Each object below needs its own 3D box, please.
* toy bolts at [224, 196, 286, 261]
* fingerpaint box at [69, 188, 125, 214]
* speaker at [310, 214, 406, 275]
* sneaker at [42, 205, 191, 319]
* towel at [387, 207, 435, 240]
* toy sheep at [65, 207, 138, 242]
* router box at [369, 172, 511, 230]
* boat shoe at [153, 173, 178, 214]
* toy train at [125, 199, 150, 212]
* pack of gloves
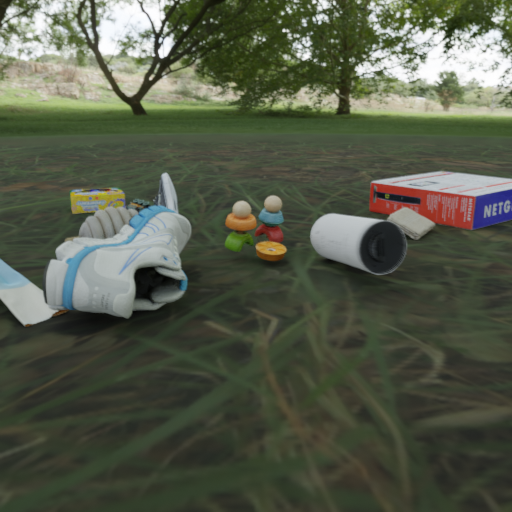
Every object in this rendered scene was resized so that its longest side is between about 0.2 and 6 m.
[{"bbox_3d":[0.175,-0.573,10.185,1.181,0.857,1.236,21,29,28],"label":"toy bolts"},{"bbox_3d":[-4.248,-1.496,14.956,1.349,0.495,1.126,-5,17,-19],"label":"fingerpaint box"},{"bbox_3d":[1.624,-0.239,9.280,0.838,0.838,2.064,-4,7,-14],"label":"speaker"},{"bbox_3d":[-1.531,0.182,8.222,1.412,1.221,3.258,17,23,14],"label":"sneaker"},{"bbox_3d":[3.356,-0.707,12.181,0.802,0.209,1.210,35,32,22],"label":"towel"},{"bbox_3d":[-2.561,-0.355,9.953,1.621,1.118,1.118,-18,23,-28],"label":"toy sheep"},{"bbox_3d":[5.112,-1.517,14.414,3.300,0.806,2.962,-12,20,-37],"label":"router box"},{"bbox_3d":[-2.062,-1.172,12.526,0.521,1.536,0.551,-15,-26,5],"label":"boat shoe"},{"bbox_3d":[-2.932,-1.194,13.960,0.731,0.311,0.416,17,39,37],"label":"toy train"},{"bbox_3d":[-3.799,0.376,7.428,2.002,0.395,1.682,28,26,25],"label":"pack of gloves"}]
